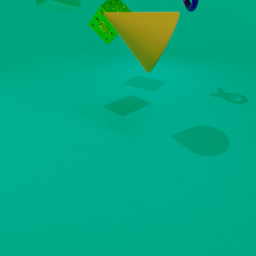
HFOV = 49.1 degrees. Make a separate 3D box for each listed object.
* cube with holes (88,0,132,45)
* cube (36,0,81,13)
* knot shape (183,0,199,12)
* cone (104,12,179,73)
[{"bbox_3d":[-0.599,-3.912,10.148,1.035,1.035,1.035,43,53,-12],"label":"cube with holes"},{"bbox_3d":[-1.954,-3.881,7.889,0.944,0.944,0.944,-4,12,-39],"label":"cube"},{"bbox_3d":[1.962,-4.150,8.505,1.285,1.373,0.634,25,84,38],"label":"knot shape"},{"bbox_3d":[0.136,-2.318,6.535,1.540,1.535,1.535,25,34,-8],"label":"cone"}]
